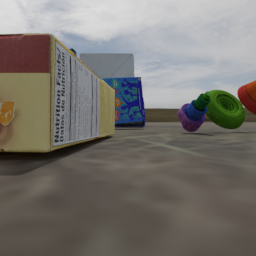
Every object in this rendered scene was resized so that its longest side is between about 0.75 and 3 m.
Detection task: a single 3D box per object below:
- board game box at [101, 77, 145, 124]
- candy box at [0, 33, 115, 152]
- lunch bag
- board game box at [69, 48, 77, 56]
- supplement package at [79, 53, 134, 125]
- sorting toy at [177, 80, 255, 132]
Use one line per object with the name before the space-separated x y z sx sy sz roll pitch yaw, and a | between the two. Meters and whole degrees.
board game box | -0.348 -0.659 6.953 1.508 1.147 0.339 -8 3 -23
candy box | -0.917 -0.195 2.529 1.327 0.636 2.298 0 1 5
lunch bag | 0.035 -0.426 9.210 1.062 0.796 1.249 0 -19 6
board game box | -2.051 -1.289 8.245 1.306 1.931 0.272 -15 -21 18
supplement package | -0.843 -1.438 11.547 2.054 2.670 2.792 0 1 -3
sorting toy | 1.914 -0.567 4.752 2.397 0.831 0.826 -15 -28 -30
